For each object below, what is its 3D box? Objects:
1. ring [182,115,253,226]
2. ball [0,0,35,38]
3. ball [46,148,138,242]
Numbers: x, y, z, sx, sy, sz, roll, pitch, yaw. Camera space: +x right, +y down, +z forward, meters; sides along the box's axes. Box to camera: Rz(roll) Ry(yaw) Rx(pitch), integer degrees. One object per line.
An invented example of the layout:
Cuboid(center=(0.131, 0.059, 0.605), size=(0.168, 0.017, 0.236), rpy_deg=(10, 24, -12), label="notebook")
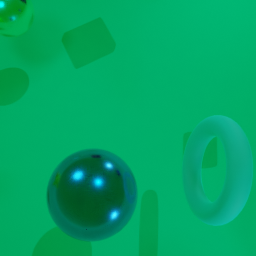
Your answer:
Cuboid(center=(1.372, 0.665, 4.577), size=(0.353, 1.763, 1.763), rpy_deg=(7, 70, -14), label="ring")
Cuboid(center=(-2.675, -2.608, 6.230), size=(1.137, 1.137, 1.137), rpy_deg=(0, 70, 0), label="ball")
Cuboid(center=(-0.512, 0.953, 4.084), size=(1.310, 1.310, 1.310), rpy_deg=(0, 70, 0), label="ball")
